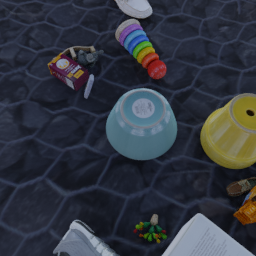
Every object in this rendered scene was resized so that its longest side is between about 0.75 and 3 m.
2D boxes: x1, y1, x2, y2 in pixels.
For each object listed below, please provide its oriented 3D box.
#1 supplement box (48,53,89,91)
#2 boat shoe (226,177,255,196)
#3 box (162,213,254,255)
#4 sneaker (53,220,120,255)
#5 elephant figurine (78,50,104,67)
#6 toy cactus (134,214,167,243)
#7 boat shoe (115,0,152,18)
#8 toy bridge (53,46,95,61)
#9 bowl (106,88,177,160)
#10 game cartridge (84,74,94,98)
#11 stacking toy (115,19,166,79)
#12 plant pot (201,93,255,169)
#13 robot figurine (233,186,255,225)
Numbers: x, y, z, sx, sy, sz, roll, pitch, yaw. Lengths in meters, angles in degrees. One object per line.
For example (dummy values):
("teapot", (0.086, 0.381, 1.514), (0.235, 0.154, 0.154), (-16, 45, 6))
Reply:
("supplement box", (-2.239, -2.128, 10.599), (1.370, 0.587, 0.756), (34, 68, 17))
("boat shoe", (3.612, 1.763, 8.663), (1.151, 0.425, 0.435), (-17, 64, -9))
("box", (1.696, 3.506, 6.885), (1.677, 1.948, 1.957), (38, 68, 18))
("sneaker", (-0.902, 3.870, 7.345), (2.735, 1.026, 1.579), (33, 72, 27))
("elephant figurine", (-1.465, -2.702, 10.902), (0.903, 0.701, 0.639), (10, 25, 2))
("toy cactus", (0.692, 2.874, 8.125), (0.939, 0.480, 0.775), (11, 53, 15))
("boat shoe", (-0.082, -5.986, 12.368), (1.056, 1.034, 2.983), (-38, 68, -18))
("toy bridge", (-2.211, -2.973, 11.249), (1.739, 0.237, 0.585), (-20, 62, -10))
("bowl", (0.465, -0.312, 9.264), (2.493, 1.304, 2.493), (0, 63, 1))
("game cartridge", (-1.411, -1.487, 10.102), (0.162, 0.779, 0.519), (18, 32, -13))
("stacking toy", (0.576, -2.944, 10.896), (1.107, 1.107, 2.592), (-27, 72, -13))
("plant pot", (3.508, -0.005, 8.741), (2.066, 1.944, 2.066), (0, 61, 0))
("robot figurine", (4.708, 2.164, 8.203), (2.983, 0.868, 2.163), (-35, 69, -17))
